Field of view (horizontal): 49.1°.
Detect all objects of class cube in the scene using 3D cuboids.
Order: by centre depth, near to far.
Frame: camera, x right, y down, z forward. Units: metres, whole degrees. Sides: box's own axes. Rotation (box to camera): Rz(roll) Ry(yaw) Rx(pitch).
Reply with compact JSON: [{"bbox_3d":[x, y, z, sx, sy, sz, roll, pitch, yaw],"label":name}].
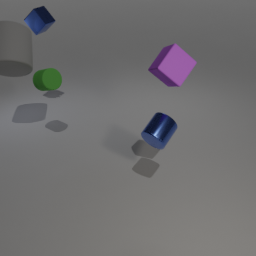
[{"bbox_3d":[1.029,-1.455,6.608,0.700,0.700,0.700,35,-2,-17],"label":"cube"},{"bbox_3d":[-3.363,-4.107,10.700,0.700,0.700,0.700,-29,17,33],"label":"cube"}]

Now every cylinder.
[{"bbox_3d":[0.804,0.075,7.208,0.700,0.700,0.700,23,66,34],"label":"cylinder"},{"bbox_3d":[-2.631,-1.571,9.134,0.700,0.700,0.700,4,24,46],"label":"cylinder"},{"bbox_3d":[-3.981,-2.636,9.503,1.400,1.400,1.400,-5,-11,-1],"label":"cylinder"}]
